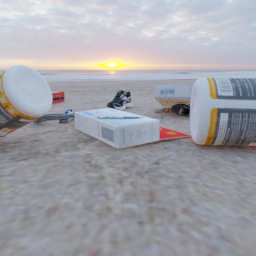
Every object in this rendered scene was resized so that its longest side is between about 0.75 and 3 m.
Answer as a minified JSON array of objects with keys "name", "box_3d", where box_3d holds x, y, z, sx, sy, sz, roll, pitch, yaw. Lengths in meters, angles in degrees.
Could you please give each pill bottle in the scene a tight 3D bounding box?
[{"name":"pill bottle","box_3d":[2.813,-0.346,6.271,2.649,1.541,1.541,2,12,4]},{"name":"pill bottle","box_3d":[-2.778,-0.463,6.244,2.032,1.182,1.182,-24,0,27]}]

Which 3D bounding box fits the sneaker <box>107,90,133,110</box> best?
[{"name":"sneaker","box_3d":[-0.390,-1.246,12.327,0.763,0.820,1.899,3,13,20]}]

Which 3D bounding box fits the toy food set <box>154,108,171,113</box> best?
[{"name":"toy food set","box_3d":[1.409,-0.700,11.475,0.755,0.119,0.480,-10,13,-11]}]

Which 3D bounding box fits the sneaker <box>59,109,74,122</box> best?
[{"name":"sneaker","box_3d":[-2.091,-0.420,9.426,0.330,0.386,0.876,3,13,8]}]

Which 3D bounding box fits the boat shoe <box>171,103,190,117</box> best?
[{"name":"boat shoe","box_3d":[2.103,-0.663,10.468,1.230,0.447,0.386,14,15,35]}]

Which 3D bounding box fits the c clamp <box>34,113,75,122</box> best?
[{"name":"c clamp","box_3d":[-2.218,-0.347,9.187,2.187,0.296,1.869,-6,3,-36]}]

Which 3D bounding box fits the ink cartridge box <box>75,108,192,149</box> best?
[{"name":"ink cartridge box","box_3d":[0.056,-0.128,7.594,2.245,0.570,2.548,-8,15,-31]}]

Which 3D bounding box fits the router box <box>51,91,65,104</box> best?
[{"name":"router box","box_3d":[-4.820,-1.578,14.534,2.279,0.557,2.045,5,13,23]}]

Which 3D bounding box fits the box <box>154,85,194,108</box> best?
[{"name":"box","box_3d":[2.283,-1.167,11.044,2.132,0.537,2.954,3,-1,15]}]
